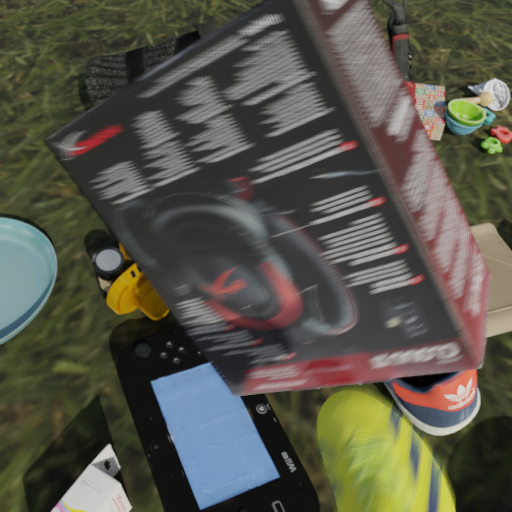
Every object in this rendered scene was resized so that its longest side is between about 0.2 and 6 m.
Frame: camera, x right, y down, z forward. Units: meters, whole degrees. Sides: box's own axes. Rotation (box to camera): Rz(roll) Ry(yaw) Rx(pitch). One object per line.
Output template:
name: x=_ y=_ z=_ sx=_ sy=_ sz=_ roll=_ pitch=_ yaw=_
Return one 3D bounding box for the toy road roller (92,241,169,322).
toy road roller: x=-1.472 y=0.219 z=7.846 sx=1.094 sy=0.921 sz=1.498 roll=38 pitch=62 yaw=15

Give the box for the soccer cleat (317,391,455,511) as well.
soccer cleat: x=0.633 y=1.252 z=2.574 sx=0.565 sy=0.731 sz=1.746 roll=-31 pitch=37 yaw=11

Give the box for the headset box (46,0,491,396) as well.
headset box: x=0.288 y=-0.230 z=4.741 sx=2.460 sy=3.310 sz=1.242 roll=-17 pitch=26 yaw=36

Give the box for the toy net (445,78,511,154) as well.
toy net: x=4.547 y=-2.899 z=10.901 sx=1.280 sy=0.471 sz=2.439 roll=29 pitch=51 yaw=16

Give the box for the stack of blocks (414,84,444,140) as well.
stack of blocks: x=3.259 y=-2.843 z=10.961 sx=0.759 sy=0.386 sz=1.318 roll=9 pitch=49 yaw=8

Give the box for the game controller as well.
game controller: x=-0.510 y=2.005 z=6.366 sx=1.542 sy=0.622 sz=2.955 roll=-19 pitch=51 yaw=-17

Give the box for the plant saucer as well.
plant saucer: x=-4.138 y=0.468 z=7.957 sx=2.621 sy=0.359 sz=2.621 roll=0 pitch=47 yaw=-1

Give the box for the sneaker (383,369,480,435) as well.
sneaker: x=1.477 y=0.584 z=6.983 sx=1.246 sy=1.405 sz=3.324 roll=-36 pitch=55 yaw=-10

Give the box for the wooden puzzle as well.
wooden puzzle: x=3.074 y=0.378 z=8.057 sx=2.776 sy=0.325 sz=1.873 roll=-8 pitch=53 yaw=-3

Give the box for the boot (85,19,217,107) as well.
boot: x=-1.463 y=-2.353 z=9.832 sx=2.565 sy=1.291 sz=3.430 roll=-18 pitch=68 yaw=2

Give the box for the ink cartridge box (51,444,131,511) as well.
ink cartridge box: x=-1.705 y=2.648 z=5.689 sx=0.421 sy=0.732 sz=1.249 roll=25 pitch=53 yaw=20

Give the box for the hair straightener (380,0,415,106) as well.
hair straightener: x=1.941 y=-2.749 z=7.828 sx=0.460 sy=2.246 sz=0.864 roll=-6 pitch=52 yaw=18
